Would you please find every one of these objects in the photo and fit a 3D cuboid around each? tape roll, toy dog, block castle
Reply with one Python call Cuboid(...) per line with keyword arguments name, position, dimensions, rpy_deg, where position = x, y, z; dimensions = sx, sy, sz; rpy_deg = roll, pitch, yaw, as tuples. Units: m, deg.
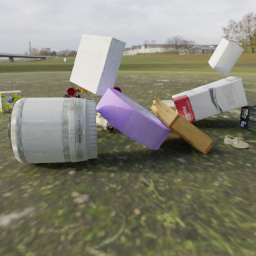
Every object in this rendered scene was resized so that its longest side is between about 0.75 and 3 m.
Cuboid(name="tape roll", position=(0.180, -0.307, 8.716), dimensions=(2.328, 0.764, 2.328), rpy_deg=(34, 9, -6))
Cuboid(name="toy dog", position=(-0.920, -0.161, 10.783), dimensions=(1.078, 0.752, 1.046), rpy_deg=(12, -17, 44))
Cuboid(name="block castle", position=(-1.467, -1.071, 12.319), dimensions=(2.386, 1.594, 1.119), rpy_deg=(-1, 9, -5))

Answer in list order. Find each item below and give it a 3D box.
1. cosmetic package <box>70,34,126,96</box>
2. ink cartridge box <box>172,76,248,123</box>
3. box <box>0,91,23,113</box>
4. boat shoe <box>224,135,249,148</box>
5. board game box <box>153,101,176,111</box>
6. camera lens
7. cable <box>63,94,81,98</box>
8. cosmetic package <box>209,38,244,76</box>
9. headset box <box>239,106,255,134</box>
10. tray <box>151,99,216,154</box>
Cuboid(name="cosmetic package", position=(-1.220, -2.421, 10.514), dimensions=(0.675, 1.970, 2.612), rpy_deg=(8, 14, -34))
Cuboid(name="ink cartridge box", position=(3.324, -1.159, 11.747), dimensions=(2.702, 1.120, 1.983), rpy_deg=(-18, 9, 12))
Cuboid(name="box", position=(-6.064, -1.381, 14.539), dimensions=(1.055, 1.017, 0.644), rpy_deg=(-8, 17, -30))
Cuboid(name="boat shoe", position=(3.511, 0.437, 9.073), dimensions=(0.317, 0.286, 0.879), rpy_deg=(-9, 17, -32))
Cuboid(name="board game box", position=(2.137, -1.248, 15.515), dimensions=(1.084, 0.340, 2.269), rpy_deg=(-1, 12, -7))
Cuboid(name="camera lens", position=(-1.957, 0.060, 7.608), dimensions=(2.194, 1.755, 1.755), rpy_deg=(-1, 15, -7))
Cuboid(name="cable", position=(-3.778, -2.039, 18.550), dimensions=(1.104, 0.344, 1.353), rpy_deg=(-13, 21, -24))
Cuboid(name="cosmetic package", position=(3.750, -2.754, 10.788), dimensions=(0.679, 1.101, 1.104), rpy_deg=(25, 26, -4))
Cuboid(name="headset box", position=(5.625, -0.305, 10.640), dimensions=(1.973, 0.915, 1.717), rpy_deg=(-3, 14, -12))
Cuboid(name="tray", position=(1.709, -0.166, 9.503), dimensions=(1.464, 0.549, 2.968), rpy_deg=(35, 8, -13))
